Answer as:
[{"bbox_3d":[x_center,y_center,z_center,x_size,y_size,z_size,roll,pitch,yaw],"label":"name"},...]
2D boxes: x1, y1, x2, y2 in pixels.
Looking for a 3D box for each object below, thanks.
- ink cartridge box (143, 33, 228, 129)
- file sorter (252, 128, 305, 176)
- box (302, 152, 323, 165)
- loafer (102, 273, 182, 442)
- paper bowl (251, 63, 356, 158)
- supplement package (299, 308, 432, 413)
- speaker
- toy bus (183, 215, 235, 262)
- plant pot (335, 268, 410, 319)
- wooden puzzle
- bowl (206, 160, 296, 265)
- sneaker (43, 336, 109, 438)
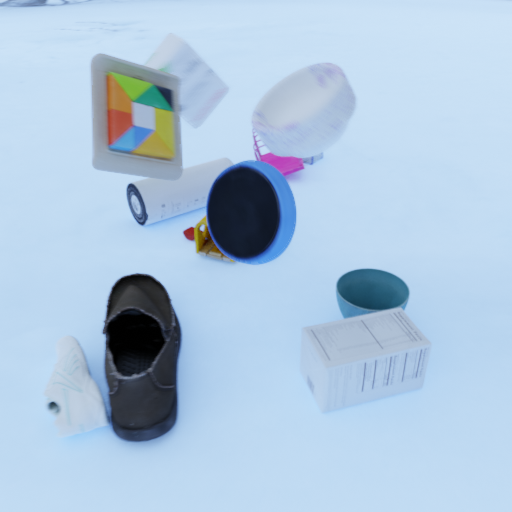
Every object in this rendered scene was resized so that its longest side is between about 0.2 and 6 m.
[{"bbox_3d":[-1.249,-2.983,9.656,0.946,1.301,0.547,-50,48,3],"label":"ink cartridge box"},{"bbox_3d":[0.518,-2.904,15.003,1.143,1.031,1.644,-18,32,8],"label":"file sorter"},{"bbox_3d":[1.491,-2.904,15.930,0.598,0.341,0.650,20,38,29],"label":"box"},{"bbox_3d":[-1.743,1.183,8.686,1.254,1.225,3.435,-8,33,-12],"label":"loafer"},{"bbox_3d":[0.703,-1.934,7.738,1.422,0.739,1.422,-24,40,22],"label":"paper bowl"},{"bbox_3d":[1.607,1.541,8.409,1.682,0.921,0.957,-9,34,-14],"label":"supplement package"},{"bbox_3d":[-1.656,-1.534,13.145,2.556,1.038,1.038,-22,38,-29],"label":"speaker"},{"bbox_3d":[-0.516,-0.721,11.879,1.858,1.017,1.969,-13,35,-20],"label":"toy bus"},{"bbox_3d":[1.938,0.881,9.546,1.216,0.819,1.216,0,33,0],"label":"plant pot"},{"bbox_3d":[-1.583,-1.870,7.697,1.410,1.524,0.284,2,-3,-44],"label":"wooden puzzle"},{"bbox_3d":[-0.121,-0.599,7.875,1.482,1.482,0.291,25,21,33],"label":"bowl"},{"bbox_3d":[-2.768,1.848,8.192,0.763,0.670,1.905,-20,37,-20],"label":"sneaker"}]
